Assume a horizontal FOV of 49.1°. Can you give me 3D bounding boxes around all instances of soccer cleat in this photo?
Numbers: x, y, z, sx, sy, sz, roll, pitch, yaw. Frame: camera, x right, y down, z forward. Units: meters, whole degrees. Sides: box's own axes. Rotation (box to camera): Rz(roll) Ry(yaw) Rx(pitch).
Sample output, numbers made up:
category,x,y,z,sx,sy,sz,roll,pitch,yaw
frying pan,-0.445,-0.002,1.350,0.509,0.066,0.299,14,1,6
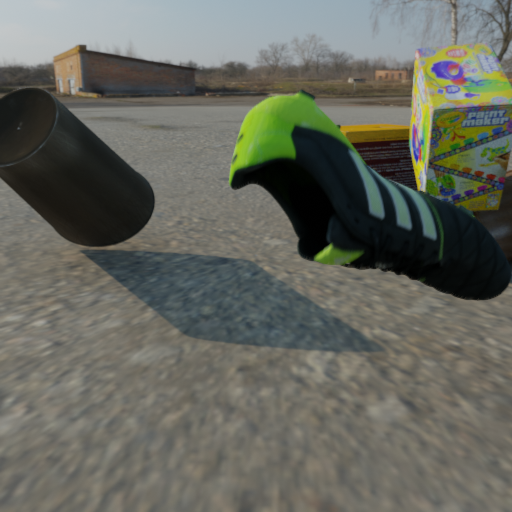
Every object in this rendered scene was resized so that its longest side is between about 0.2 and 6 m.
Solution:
category,x,y,z,sx,sy,sz,roll,pitch,yaw
soccer cleat,1.121,-0.264,5.421,3.189,1.077,1.293,33,55,-13

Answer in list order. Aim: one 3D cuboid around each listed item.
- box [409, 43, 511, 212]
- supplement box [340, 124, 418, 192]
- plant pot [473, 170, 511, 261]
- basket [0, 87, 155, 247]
category,x,y,z,sx,sy,sz,roll,pitch,yaw
box,2.736,-1.744,7.633,1.026,1.620,1.682,-2,44,8
supplement box,1.988,-1.417,10.293,1.831,1.857,1.233,-9,19,-26
plant pot,3.555,-0.476,8.477,1.427,1.441,1.441,-16,23,-22
basket,-2.890,-1.292,8.403,2.052,1.548,2.276,12,-19,19
